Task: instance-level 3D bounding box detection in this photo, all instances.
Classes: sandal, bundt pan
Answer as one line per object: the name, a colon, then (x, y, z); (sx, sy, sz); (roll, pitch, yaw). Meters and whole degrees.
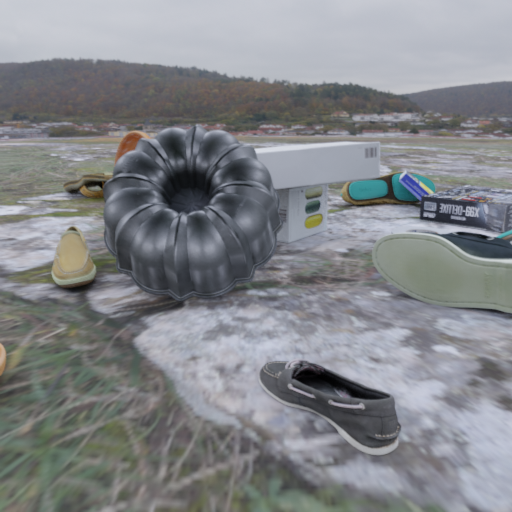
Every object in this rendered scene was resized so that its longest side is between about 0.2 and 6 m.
sandal: (-4.751, -2.001, 16.362); (2.575, 0.695, 1.034); (-6, 5, 44)
bundt pan: (-0.927, -0.761, 7.873); (2.676, 2.676, 1.004); (0, -27, 0)

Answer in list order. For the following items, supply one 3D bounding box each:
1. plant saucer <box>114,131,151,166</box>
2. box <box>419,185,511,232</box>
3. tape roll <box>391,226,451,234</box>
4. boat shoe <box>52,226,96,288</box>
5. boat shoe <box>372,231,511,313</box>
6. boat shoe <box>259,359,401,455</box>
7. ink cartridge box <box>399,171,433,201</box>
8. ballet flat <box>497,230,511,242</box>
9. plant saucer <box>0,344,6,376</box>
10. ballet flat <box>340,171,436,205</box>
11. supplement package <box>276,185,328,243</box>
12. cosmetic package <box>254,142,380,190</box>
plant saucer: (-2.223, -1.531, 10.845); (0.323, 1.728, 1.728); (-8, 17, -40)
box: (5.331, -1.170, 13.166); (1.964, 0.620, 2.490); (14, 20, 41)
tape roll: (3.044, -0.262, 10.331); (1.101, 0.364, 1.101); (-1, 15, 0)
boat shoe: (-2.882, -0.054, 8.710); (0.638, 0.678, 1.782); (-8, 19, -20)
boat shoe: (2.901, 0.137, 7.548); (2.596, 0.970, 0.861); (7, 19, 35)
boat shoe: (0.608, 1.152, 4.922); (0.538, 0.459, 1.610); (-11, 19, -35)
ink cartridge box: (4.214, -1.648, 14.292); (1.268, 0.302, 1.284); (42, 19, 2)
ballet flat: (4.239, -0.125, 8.611); (2.436, 0.833, 0.828); (-19, -17, -44)
plant saucer: (-3.243, 1.170, 5.115); (1.783, 0.334, 1.783); (1, 15, 0)
ballet flat: (3.530, -1.802, 15.204); (2.621, 0.900, 0.826); (-1, -5, -11)
supplement package: (0.656, -0.991, 11.601); (1.083, 1.091, 1.438); (12, 19, 36)
cosmetic package: (0.782, -1.692, 10.565); (2.932, 0.742, 1.210); (-9, 16, -21)
